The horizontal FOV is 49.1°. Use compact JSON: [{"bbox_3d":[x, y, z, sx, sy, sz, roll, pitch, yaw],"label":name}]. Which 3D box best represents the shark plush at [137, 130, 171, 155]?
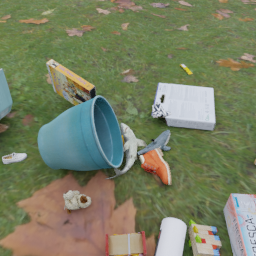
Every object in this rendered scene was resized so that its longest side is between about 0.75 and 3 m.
[{"bbox_3d":[0.916,0.573,10.383,1.515,0.631,0.688,-17,45,-18],"label":"shark plush"}]

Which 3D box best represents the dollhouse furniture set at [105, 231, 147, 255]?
[{"bbox_3d":[-0.043,3.673,7.065,1.054,0.797,1.959,-2,60,-3],"label":"dollhouse furniture set"}]

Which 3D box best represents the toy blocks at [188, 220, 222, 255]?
[{"bbox_3d":[2.166,3.147,7.704,0.805,0.588,1.177,11,34,-7],"label":"toy blocks"}]

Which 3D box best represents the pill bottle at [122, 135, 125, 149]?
[{"bbox_3d":[-0.208,0.518,10.534,0.905,0.510,0.510,-22,47,-22],"label":"pill bottle"}]

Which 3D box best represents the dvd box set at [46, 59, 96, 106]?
[{"bbox_3d":[-2.284,-1.616,11.625,2.404,1.759,0.353,34,61,19],"label":"dvd box set"}]

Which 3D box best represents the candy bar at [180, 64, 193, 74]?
[{"bbox_3d":[3.059,-3.118,14.800,0.255,0.113,1.022,-12,43,-18],"label":"candy bar"}]

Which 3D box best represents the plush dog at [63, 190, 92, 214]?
[{"bbox_3d":[-1.499,2.259,8.567,0.753,0.876,0.703,-5,75,8],"label":"plush dog"}]

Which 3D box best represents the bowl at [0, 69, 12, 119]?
[{"bbox_3d":[-5.716,-0.868,10.778,2.998,1.568,2.998,-26,22,11],"label":"bowl"}]

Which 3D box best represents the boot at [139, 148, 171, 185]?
[{"bbox_3d":[0.937,1.395,9.576,0.871,0.609,1.624,-14,36,-9],"label":"boot"}]

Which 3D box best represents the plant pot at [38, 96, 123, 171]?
[{"bbox_3d":[-1.635,0.369,9.365,2.250,2.395,2.395,-15,40,15],"label":"plant pot"}]

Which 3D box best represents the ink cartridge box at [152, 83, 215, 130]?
[{"bbox_3d":[2.426,-0.994,12.172,2.549,0.552,2.502,6,43,10],"label":"ink cartridge box"}]

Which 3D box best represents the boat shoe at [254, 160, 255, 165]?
[{"bbox_3d":[5.102,0.990,10.080,1.345,0.476,0.466,-37,54,-22],"label":"boat shoe"}]

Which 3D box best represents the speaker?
[{"bbox_3d":[1.061,3.298,7.340,0.729,0.729,1.794,12,44,13],"label":"speaker"}]

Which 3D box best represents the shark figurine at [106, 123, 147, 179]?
[{"bbox_3d":[-0.082,0.975,9.985,1.195,0.835,2.000,26,65,-29],"label":"shark figurine"}]

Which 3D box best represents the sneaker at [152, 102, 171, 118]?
[{"bbox_3d":[1.175,-0.666,9.924,0.852,0.340,0.554,-7,81,-32],"label":"sneaker"}]

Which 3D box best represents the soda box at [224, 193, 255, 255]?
[{"bbox_3d":[3.286,3.124,7.360,0.876,0.943,2.756,3,43,3],"label":"soda box"}]

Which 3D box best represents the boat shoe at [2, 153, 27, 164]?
[{"bbox_3d":[-4.107,1.044,10.120,0.839,0.293,0.297,-12,44,-13],"label":"boat shoe"}]
